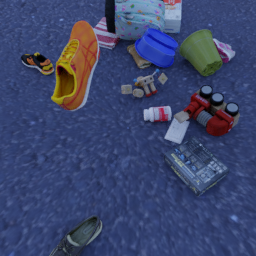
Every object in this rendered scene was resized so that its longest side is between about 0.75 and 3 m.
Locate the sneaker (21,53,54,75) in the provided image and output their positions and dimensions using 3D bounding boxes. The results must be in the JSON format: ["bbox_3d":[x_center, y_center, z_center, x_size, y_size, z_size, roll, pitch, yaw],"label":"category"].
[{"bbox_3d":[-4.008,-3.028,12.260,1.825,0.821,0.638,29,56,22],"label":"sneaker"}]

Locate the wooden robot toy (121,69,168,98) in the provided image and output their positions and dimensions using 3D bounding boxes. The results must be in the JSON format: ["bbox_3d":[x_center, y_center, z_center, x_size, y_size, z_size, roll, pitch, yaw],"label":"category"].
[{"bbox_3d":[0.581,-1.740,11.436,2.022,0.891,0.918,-26,20,-19],"label":"wooden robot toy"}]

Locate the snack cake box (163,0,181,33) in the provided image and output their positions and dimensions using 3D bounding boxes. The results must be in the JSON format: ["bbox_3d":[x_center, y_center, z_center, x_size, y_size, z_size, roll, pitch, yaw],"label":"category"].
[{"bbox_3d":[2.097,-5.965,14.710,1.340,0.783,2.330,5,51,7],"label":"snack cake box"}]

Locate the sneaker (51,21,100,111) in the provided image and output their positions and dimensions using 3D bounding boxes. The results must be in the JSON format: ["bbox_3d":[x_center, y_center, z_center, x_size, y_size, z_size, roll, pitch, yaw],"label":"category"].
[{"bbox_3d":[-1.271,-1.621,6.844,0.867,0.916,2.374,-1,75,22],"label":"sneaker"}]

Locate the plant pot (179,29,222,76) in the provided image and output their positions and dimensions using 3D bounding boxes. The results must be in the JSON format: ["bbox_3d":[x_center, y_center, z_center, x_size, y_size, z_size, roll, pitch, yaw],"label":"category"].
[{"bbox_3d":[3.258,-3.090,12.046,1.588,1.588,1.508,-18,66,-14],"label":"plant pot"}]

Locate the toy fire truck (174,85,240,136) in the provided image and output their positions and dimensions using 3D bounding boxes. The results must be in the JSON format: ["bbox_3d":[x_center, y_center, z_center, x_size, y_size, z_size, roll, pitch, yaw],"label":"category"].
[{"bbox_3d":[2.668,-0.418,9.955,2.036,1.310,1.792,-38,60,-14],"label":"toy fire truck"}]

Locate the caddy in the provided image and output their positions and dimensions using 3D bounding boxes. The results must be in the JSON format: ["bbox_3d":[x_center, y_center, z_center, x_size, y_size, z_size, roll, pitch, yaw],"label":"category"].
[{"bbox_3d":[1.262,-3.499,12.457,1.920,1.008,1.357,28,53,-6],"label":"caddy"}]

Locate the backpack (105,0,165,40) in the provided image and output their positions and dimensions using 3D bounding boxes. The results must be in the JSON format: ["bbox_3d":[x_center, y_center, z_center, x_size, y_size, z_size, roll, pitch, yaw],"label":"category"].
[{"bbox_3d":[0.361,-5.105,13.006,2.756,2.300,1.744,5,85,0],"label":"backpack"}]

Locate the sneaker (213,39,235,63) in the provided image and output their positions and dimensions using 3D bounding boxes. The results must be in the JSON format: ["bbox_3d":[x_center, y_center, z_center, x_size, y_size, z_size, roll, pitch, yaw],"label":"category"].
[{"bbox_3d":[4.368,-3.621,12.959,0.638,0.588,1.446,-22,62,-19],"label":"sneaker"}]

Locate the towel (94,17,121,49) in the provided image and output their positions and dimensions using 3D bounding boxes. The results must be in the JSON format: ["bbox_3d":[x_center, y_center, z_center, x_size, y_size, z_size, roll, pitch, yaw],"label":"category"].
[{"bbox_3d":[-1.030,-4.836,14.124,1.622,0.256,2.252,17,53,14],"label":"towel"}]

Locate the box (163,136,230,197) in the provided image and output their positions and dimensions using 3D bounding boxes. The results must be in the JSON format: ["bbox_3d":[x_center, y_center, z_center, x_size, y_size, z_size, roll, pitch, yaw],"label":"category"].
[{"bbox_3d":[2.179,1.181,9.037,1.323,0.428,1.678,-29,57,-23],"label":"box"}]

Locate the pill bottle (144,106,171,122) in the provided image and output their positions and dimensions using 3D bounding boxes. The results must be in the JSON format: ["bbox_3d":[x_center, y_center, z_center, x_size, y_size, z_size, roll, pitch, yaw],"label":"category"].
[{"bbox_3d":[1.087,-0.512,10.371,0.958,0.538,0.538,-4,51,-3],"label":"pill bottle"}]

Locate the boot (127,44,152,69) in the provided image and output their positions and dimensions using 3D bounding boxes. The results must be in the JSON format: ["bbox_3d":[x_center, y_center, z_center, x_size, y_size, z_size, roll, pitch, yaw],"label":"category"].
[{"bbox_3d":[0.749,-3.377,12.825,1.237,0.467,1.412,-26,55,-8],"label":"boot"}]

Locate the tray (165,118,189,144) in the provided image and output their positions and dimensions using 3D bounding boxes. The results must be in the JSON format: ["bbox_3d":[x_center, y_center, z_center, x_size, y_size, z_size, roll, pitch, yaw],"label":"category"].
[{"bbox_3d":[1.799,0.043,10.180,0.609,0.126,1.135,19,53,16],"label":"tray"}]

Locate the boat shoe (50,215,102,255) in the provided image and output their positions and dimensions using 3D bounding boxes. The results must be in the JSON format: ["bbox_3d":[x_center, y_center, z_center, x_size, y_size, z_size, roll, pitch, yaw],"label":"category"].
[{"bbox_3d":[-1.468,3.041,7.358,0.704,0.647,1.970,34,58,25],"label":"boat shoe"}]
